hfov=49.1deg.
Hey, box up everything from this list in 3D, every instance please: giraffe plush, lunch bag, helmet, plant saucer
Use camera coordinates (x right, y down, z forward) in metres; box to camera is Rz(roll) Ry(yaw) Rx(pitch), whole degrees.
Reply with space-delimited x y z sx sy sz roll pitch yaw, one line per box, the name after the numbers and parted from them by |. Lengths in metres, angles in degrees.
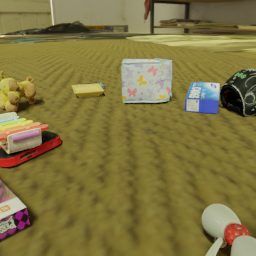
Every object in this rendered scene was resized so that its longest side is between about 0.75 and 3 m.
-4.334 -1.463 11.279 1.400 1.489 1.726 -5 38 -43 | giraffe plush
0.812 -2.014 11.932 2.097 1.778 1.333 0 21 6 | lunch bag
4.620 -1.377 10.748 1.705 1.789 1.789 -26 30 -14 | helmet
-1.891 -1.717 13.052 1.335 0.323 1.335 -6 25 -15 | plant saucer

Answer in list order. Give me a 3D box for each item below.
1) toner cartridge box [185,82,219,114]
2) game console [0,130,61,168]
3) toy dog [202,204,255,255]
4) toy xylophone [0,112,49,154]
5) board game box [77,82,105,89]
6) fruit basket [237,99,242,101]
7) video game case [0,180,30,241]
3.186 -1.340 11.855 1.266 0.575 2.665 7 24 15 | toner cartridge box
-3.119 0.483 8.060 1.733 0.304 1.959 10 24 35 | game console
1.659 2.049 3.653 1.694 1.237 2.569 0 9 19 | toy dog
-3.308 0.166 7.611 2.326 0.584 1.703 16 26 42 | toy xylophone
-1.853 -2.089 14.128 1.234 0.174 0.835 -9 25 -22 | board game box
4.884 -1.559 12.030 1.362 0.639 1.262 11 45 16 | fruit basket
-3.676 1.551 5.195 2.578 0.509 2.844 -20 30 -39 | video game case
